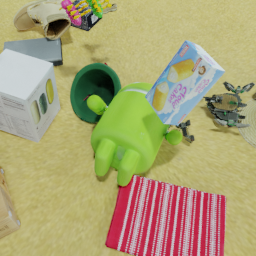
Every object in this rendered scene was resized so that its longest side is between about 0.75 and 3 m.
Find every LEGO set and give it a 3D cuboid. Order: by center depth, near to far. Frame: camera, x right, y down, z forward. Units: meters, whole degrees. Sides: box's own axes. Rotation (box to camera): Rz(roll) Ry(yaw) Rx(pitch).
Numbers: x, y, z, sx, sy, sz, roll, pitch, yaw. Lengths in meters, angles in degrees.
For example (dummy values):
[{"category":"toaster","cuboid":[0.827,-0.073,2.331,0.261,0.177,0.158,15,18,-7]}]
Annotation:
[{"category":"LEGO set","cuboid":[2.603,-0.465,8.444,2.805,0.795,1.822,-16,54,-1]}]

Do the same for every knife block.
[{"category":"knife block","cuboid":[-3.829,2.128,6.266,2.362,0.861,2.690,-23,57,-18]}]

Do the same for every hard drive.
[{"category":"hard drive","cuboid":[-3.477,-2.739,10.293,2.083,0.343,1.454,-8,53,-7]}]

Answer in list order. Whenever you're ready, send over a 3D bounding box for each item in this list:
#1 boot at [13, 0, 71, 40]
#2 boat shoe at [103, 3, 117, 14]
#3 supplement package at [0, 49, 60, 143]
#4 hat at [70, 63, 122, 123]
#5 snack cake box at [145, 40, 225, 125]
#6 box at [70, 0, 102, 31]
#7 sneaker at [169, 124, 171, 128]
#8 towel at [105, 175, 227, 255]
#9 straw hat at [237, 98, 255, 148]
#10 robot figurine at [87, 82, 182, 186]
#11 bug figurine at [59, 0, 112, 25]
[{"category":"boot","cuboid":[-3.312,-4.041,10.708,2.373,0.864,1.845,-22,56,7]},{"category":"boat shoe","cuboid":[-0.912,-5.243,12.191,0.892,0.340,0.319,-24,56,-17]},{"category":"supplement package","cuboid":[-2.935,-0.852,7.802,1.435,1.904,1.445,18,55,7]},{"category":"hat","cuboid":[-0.696,-1.166,9.192,1.708,1.815,2.062,19,95,18]},{"category":"snack cake box","cuboid":[1.032,-0.819,5.356,0.474,1.411,0.811,5,43,-41]},{"category":"box","cuboid":[-1.851,-4.704,11.580,1.148,0.674,1.129,22,56,17]},{"category":"sneaker","cuboid":[1.087,-0.444,8.550,0.478,0.351,1.057,-23,54,-13]},{"category":"towel","cuboid":[0.950,2.163,6.615,2.679,0.301,1.937,12,55,8]},{"category":"straw hat","cuboid":[4.371,-0.383,8.125,2.290,0.969,2.290,0,53,-1]},{"category":"robot figurine","cuboid":[0.136,-0.008,7.361,2.559,1.687,2.917,22,54,10]},{"category":"bug figurine","cuboid":[-1.475,-3.780,7.702,0.600,1.809,2.333,-18,18,42]}]
